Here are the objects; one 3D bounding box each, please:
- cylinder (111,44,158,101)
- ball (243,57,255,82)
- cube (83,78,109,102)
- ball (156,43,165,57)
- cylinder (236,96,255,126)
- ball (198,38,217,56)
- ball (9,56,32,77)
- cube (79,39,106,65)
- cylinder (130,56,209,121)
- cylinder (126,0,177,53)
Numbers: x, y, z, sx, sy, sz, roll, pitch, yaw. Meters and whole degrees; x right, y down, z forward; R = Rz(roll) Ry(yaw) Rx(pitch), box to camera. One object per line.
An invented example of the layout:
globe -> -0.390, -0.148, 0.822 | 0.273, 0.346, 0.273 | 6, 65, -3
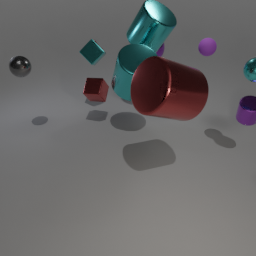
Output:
cylinder -> 0.228, -1.848, 9.458 | 1.400, 1.400, 1.400 | 6, 61, -10
ball -> 3.680, -1.666, 8.024 | 0.700, 0.700, 0.700 | 0, 32, 0
cube -> -1.235, -1.480, 10.898 | 0.700, 0.700, 0.700 | 5, 72, 19
ball -> 0.992, -3.727, 12.975 | 1.400, 1.400, 1.400 | 0, 32, 0
cylinder -> 3.861, -0.552, 8.930 | 0.700, 0.700, 0.700 | -4, 51, 5
ball -> 3.140, -3.198, 11.073 | 0.700, 0.700, 0.700 | 0, 32, 0
ball -> -3.548, -2.020, 9.227 | 0.700, 0.700, 0.700 | 0, 32, 0
cube -> -1.375, -2.968, 11.022 | 0.700, 0.700, 0.700 | -43, 6, 9
cylinder -> 1.015, -0.935, 6.955 | 1.400, 1.400, 1.400 | 6, 23, -38
cylinder -> 0.854, -3.715, 10.396 | 1.400, 1.400, 1.400 | 17, 51, -22
